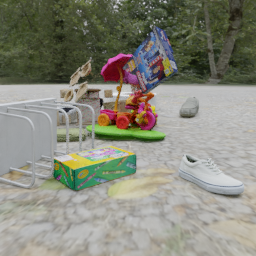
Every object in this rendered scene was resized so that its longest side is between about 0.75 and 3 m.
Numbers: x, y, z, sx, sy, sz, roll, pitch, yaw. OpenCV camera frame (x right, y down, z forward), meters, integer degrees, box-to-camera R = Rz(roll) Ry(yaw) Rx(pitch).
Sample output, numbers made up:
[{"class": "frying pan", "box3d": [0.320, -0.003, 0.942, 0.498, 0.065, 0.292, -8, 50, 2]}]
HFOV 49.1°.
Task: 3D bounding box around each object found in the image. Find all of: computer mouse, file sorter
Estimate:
[{"class": "computer mouse", "box3d": [-2.070, -0.591, 11.648, 2.365, 0.519, 1.297, -16, -25, -28]}, {"class": "file sorter", "box3d": [-1.810, 0.217, 6.013, 1.305, 1.454, 2.095, 9, 14, 24]}]

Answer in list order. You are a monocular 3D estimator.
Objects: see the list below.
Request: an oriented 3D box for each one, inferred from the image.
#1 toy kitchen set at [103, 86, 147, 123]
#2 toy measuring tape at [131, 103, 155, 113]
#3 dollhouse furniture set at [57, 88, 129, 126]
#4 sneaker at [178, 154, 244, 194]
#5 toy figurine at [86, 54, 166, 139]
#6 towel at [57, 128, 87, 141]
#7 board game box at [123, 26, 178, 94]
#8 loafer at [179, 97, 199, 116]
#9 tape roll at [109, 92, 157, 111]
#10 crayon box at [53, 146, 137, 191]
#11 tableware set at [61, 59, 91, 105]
[{"class": "toy kitchen set", "box3d": [-0.205, -1.296, 12.429, 1.949, 1.763, 2.161, -9, 7, -8]}, {"class": "toy measuring tape", "box3d": [0.633, -0.605, 11.253, 1.002, 1.002, 2.725, 1, 13, 6]}, {"class": "dollhouse furniture set", "box3d": [-1.494, -0.796, 10.298, 2.780, 1.441, 1.231, -2, -2, -19]}, {"class": "sneaker", "box3d": [1.493, 0.833, 5.245, 0.512, 0.497, 1.403, -9, 15, -38]}, {"class": "toy figurine", "box3d": [0.013, -1.110, 9.194, 2.811, 2.588, 2.111, 9, 9, 33]}, {"class": "towel", "box3d": [-2.056, 0.217, 8.913, 1.433, 0.262, 1.064, -3, 11, -11]}, {"class": "board game box", "box3d": [0.541, -1.615, 7.291, 0.429, 1.391, 1.390, 6, -30, -45]}, {"class": "loafer", "box3d": [3.026, -1.078, 13.788, 0.858, 0.856, 2.453, 4, 12, 19]}, {"class": "tape roll", "box3d": [0.273, -1.442, 15.443, 2.648, 0.926, 2.648, 0, 11, 0]}, {"class": "crayon box", "box3d": [-0.662, 0.765, 5.732, 1.493, 0.435, 0.887, -9, 15, -38]}, {"class": "tableware set", "box3d": [-1.763, -1.536, 9.743, 0.196, 1.693, 1.414, 30, -35, -34]}]
